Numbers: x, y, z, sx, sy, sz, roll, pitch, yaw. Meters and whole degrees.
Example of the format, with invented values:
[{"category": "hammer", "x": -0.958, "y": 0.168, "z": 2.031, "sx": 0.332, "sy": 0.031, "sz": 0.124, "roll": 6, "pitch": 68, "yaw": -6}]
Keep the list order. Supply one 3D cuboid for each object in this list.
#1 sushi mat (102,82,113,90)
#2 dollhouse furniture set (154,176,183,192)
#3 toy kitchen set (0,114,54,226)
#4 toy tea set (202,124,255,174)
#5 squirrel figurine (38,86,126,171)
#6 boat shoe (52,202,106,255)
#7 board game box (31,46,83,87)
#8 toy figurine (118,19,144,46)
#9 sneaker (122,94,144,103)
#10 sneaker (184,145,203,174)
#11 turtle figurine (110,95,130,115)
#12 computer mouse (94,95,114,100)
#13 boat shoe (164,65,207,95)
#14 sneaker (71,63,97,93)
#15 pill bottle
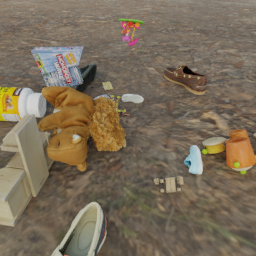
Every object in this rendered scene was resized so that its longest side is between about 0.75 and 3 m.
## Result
[{"category": "sushi mat", "x": -0.971, "y": -1.994, "z": 13.263, "sx": 0.395, "sy": 0.050, "sz": 0.825, "roll": -8, "pitch": 35, "yaw": -11}, {"category": "dollhouse furniture set", "x": 1.131, "y": 1.572, "z": 7.827, "sx": 0.768, "sy": 0.398, "sz": 0.340, "roll": -4, "pitch": -5, "yaw": -5}, {"category": "toy kitchen set", "x": -3.577, "y": 0.722, "z": 7.423, "sx": 2.328, "sy": 2.105, "sz": 2.581, "roll": 6, "pitch": 35, "yaw": 9}, {"category": "toy tea set", "x": 3.895, "y": 0.619, "z": 8.907, "sx": 2.878, "sy": 1.065, "sz": 1.711, "roll": -16, "pitch": 8, "yaw": -17}, {"category": "squirrel figurine", "x": -1.362, "y": 0.035, "z": 8.645, "sx": 2.693, "sy": 1.906, "sz": 2.514, "roll": -4, "pitch": 34, "yaw": -10}, {"category": "boat shoe", "x": -1.119, "y": 2.716, "z": 5.642, "sx": 0.944, "sy": 0.830, "sz": 2.652, "roll": 12, "pitch": 37, "yaw": 14}, {"category": "board game box", "x": -2.321, "y": -2.263, "z": 10.225, "sx": 1.734, "sy": 1.735, "sz": 0.535, "roll": -14, "pitch": 29, "yaw": 5}, {"category": "toy figurine", "x": 0.077, "y": -4.138, "z": 12.218, "sx": 1.122, "sy": 1.033, "sz": 0.842, "roll": 6, "pitch": 11, "yaw": -8}, {"category": "sneaker", "x": 0.217, "y": -1.312, "z": 12.025, "sx": 0.946, "sy": 0.361, "sz": 0.381, "roll": 9, "pitch": 26, "yaw": 10}, {"category": "sneaker", "x": 1.970, "y": 0.928, "z": 8.624, "sx": 0.475, "sy": 0.429, "sz": 1.160, "roll": 5, "pitch": 34, "yaw": -1}, {"category": "turtle figurine", "x": -0.466, "y": -0.824, "z": 11.085, "sx": 1.077, "sy": 0.347, "sz": 0.868, "roll": 3, "pitch": 74, "yaw": -11}, {"category": "computer mouse", "x": -1.401, "y": -0.753, "z": 11.135, "sx": 1.988, "sy": 0.436, "sz": 1.090, "roll": -27, "pitch": 41, "yaw": -27}, {"category": "boat shoe", "x": 2.714, "y": -2.506, "z": 13.251, "sx": 0.941, "sy": 0.940, "sz": 2.673, "roll": -23, "pitch": 39, "yaw": -27}, {"category": "sneaker", "x": -2.426, "y": -2.461, "z": 13.152, "sx": 1.413, "sy": 0.943, "sz": 2.466, "roll": 18, "pitch": 43, "yaw": 13}, {"category": "pill bottle", "x": -4.356, "y": -0.892, "z": 10.537, "sx": 2.326, "sy": 1.270, "sz": 1.270, "roll": 2, "pitch": 34, "yaw": 3}]
